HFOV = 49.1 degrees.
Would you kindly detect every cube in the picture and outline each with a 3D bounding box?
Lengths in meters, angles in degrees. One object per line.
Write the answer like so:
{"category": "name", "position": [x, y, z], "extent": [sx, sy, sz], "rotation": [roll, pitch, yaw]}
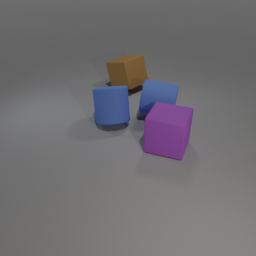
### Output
{"category": "cube", "position": [-0.031, -2.852, 14.282], "extent": [1.400, 1.400, 1.400], "rotation": [11, 32, 45]}
{"category": "cube", "position": [1.438, 0.070, 9.956], "extent": [1.400, 1.400, 1.400], "rotation": [12, 32, 18]}

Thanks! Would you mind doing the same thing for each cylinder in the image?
{"category": "cylinder", "position": [-0.662, -0.937, 11.302], "extent": [1.400, 1.400, 1.400], "rotation": [-5, 11, 1]}
{"category": "cylinder", "position": [1.279, -1.205, 11.619], "extent": [1.400, 1.400, 1.400], "rotation": [11, 33, 7]}
